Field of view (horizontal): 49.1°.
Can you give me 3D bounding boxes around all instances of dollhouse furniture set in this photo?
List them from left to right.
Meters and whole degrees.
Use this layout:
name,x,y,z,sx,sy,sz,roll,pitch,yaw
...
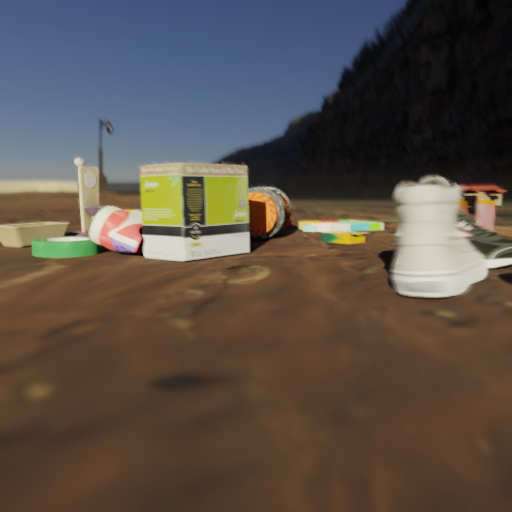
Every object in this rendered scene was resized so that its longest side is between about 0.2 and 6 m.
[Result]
name,x,y,z,sx,sy,sz,roll,pitch,yaw
dollhouse furniture set,-3.737,-1.109,11.126,1.965,1.760,2.480,3,8,26
dollhouse furniture set,3.997,-0.605,9.874,0.854,1.131,2.101,4,4,35

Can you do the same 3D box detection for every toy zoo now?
name,x,y,z,sx,sy,sz,roll,pitch,yaw
toy zoo,2.116,-0.787,14.854,2.124,0.217,1.394,-3,8,-29

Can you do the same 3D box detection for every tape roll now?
name,x,y,z,sx,sy,sz,roll,pitch,yaw
tape roll,-3.226,-0.158,9.544,1.106,0.266,1.106,0,6,0

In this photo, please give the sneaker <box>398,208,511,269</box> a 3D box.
name,x,y,z,sx,sy,sz,roll,pitch,yaw
sneaker,2.982,-0.293,8.238,1.976,0.853,0.794,7,11,42

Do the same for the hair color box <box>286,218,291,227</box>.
name,x,y,z,sx,sy,sz,roll,pitch,yaw
hair color box,0.403,-0.979,15.973,1.085,0.332,0.551,-2,8,-21

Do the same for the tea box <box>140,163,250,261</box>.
name,x,y,z,sx,sy,sz,roll,pitch,yaw
tea box,-0.975,-0.744,9.182,1.024,1.507,1.532,5,8,40

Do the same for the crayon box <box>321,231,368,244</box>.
name,x,y,z,sx,sy,sz,roll,pitch,yaw
crayon box,1.839,-0.381,11.539,0.864,0.223,0.543,6,9,45

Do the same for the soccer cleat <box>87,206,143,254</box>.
name,x,y,z,sx,sy,sz,roll,pitch,yaw
soccer cleat,-1.928,-0.389,9.954,0.921,0.859,2.517,27,10,14

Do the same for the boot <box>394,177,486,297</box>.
name,x,y,z,sx,sy,sz,roll,pitch,yaw
boot,2.146,-0.300,6.444,0.926,1.203,2.517,0,5,23

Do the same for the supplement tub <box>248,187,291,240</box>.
name,x,y,z,sx,sy,sz,roll,pitch,yaw
supplement tub,0.137,-0.963,12.470,1.150,1.150,1.876,1,8,10

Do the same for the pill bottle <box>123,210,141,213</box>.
name,x,y,z,sx,sy,sz,roll,pitch,yaw
pill bottle,-2.830,-0.788,13.309,1.100,0.601,0.601,4,8,23
